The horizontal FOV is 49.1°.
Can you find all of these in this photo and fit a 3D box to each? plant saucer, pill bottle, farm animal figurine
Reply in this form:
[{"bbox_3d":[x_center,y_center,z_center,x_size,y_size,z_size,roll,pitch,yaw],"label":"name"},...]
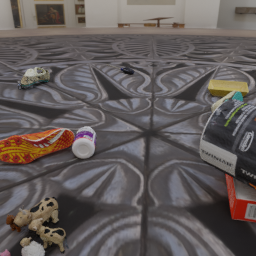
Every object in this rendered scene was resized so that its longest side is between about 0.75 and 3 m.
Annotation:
[{"bbox_3d":[4.400,-1.707,12.383,1.623,0.393,1.623,7,25,17],"label":"plant saucer"},{"bbox_3d":[2.747,0.552,4.841,1.439,1.439,2.710,-20,35,-38],"label":"pill bottle"},{"bbox_3d":[-1.563,1.661,4.624,1.006,0.627,1.246,-8,26,-18],"label":"farm animal figurine"},{"bbox_3d":[-1.161,0.351,7.589,0.579,0.579,1.031,-1,24,-2],"label":"pill bottle"}]

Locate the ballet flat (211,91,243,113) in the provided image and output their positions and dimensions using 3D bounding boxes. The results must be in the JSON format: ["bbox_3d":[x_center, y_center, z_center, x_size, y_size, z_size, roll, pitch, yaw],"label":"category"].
[{"bbox_3d":[3.420,-0.723,9.958,0.821,0.821,2.364,16,27,32],"label":"ballet flat"}]

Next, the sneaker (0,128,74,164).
[{"bbox_3d":[-2.453,0.476,7.415,2.057,0.751,0.793,-9,3,-28],"label":"sneaker"}]

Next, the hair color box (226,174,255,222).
[{"bbox_3d":[2.545,1.187,5.797,0.866,0.523,1.706,6,26,12],"label":"hair color box"}]

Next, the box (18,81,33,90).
[{"bbox_3d":[-4.913,-2.065,13.386,0.671,0.212,0.851,-9,26,-19],"label":"box"}]

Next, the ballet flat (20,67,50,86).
[{"bbox_3d":[-4.492,-2.538,13.519,0.683,0.758,2.013,11,20,17],"label":"ballet flat"}]

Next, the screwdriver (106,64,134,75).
[{"bbox_3d":[-0.534,-3.456,16.429,0.350,0.365,2.508,-19,27,-36],"label":"screwdriver"}]
